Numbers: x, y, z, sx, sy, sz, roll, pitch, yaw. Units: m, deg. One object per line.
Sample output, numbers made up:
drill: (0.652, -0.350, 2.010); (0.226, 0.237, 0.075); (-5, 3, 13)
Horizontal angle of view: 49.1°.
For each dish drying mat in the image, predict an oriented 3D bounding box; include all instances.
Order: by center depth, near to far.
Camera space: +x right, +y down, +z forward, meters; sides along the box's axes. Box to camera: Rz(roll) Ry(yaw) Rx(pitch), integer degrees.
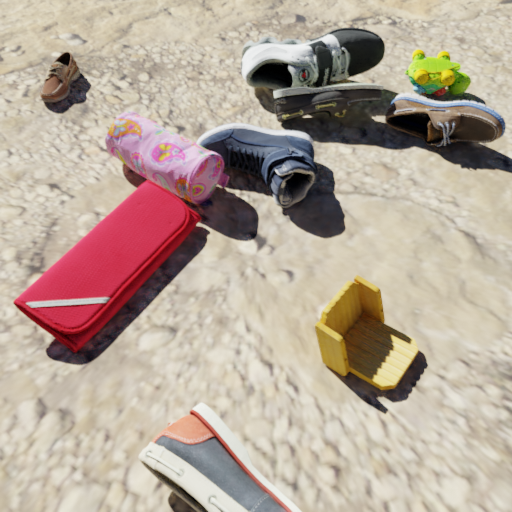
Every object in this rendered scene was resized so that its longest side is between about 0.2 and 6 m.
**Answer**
dish drying mat: (-2.314, 0.006, 9.273); (1.274, 0.302, 3.316); (35, 55, 5)

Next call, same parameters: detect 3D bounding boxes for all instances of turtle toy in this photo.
turtle toy: (4.319, -4.249, 13.317); (1.585, 0.801, 1.155); (6, 51, 4)

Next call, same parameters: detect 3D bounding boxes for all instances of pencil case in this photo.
pencil case: (-1.770, -1.934, 10.965); (2.518, 1.101, 1.101); (29, 53, 24)

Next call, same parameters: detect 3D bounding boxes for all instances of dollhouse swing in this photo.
dollhouse swing: (1.661, 1.114, 8.083); (1.058, 1.094, 1.204); (16, 45, 38)

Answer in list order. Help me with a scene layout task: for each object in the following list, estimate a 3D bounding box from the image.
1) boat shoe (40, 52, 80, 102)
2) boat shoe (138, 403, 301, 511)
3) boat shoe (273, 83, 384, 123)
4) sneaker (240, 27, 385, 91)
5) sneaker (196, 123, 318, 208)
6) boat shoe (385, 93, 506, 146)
boat shoe: (-4.809, -4.339, 13.524); (0.672, 0.637, 1.774); (2, 46, 2)
boat shoe: (-0.083, 2.988, 6.147); (0.997, 1.134, 3.187); (-32, 52, -25)
boat shoe: (1.613, -3.408, 12.458); (2.415, 0.727, 0.861); (-3, 12, 5)
sneaker: (1.332, -4.435, 13.256); (3.457, 1.281, 1.530); (-5, 44, 9)
sneaker: (0.002, -1.751, 10.831); (2.420, 0.920, 1.749); (0, 43, -2)
boat shoe: (3.941, -2.751, 11.929); (2.482, 0.896, 0.898); (19, 53, 30)
